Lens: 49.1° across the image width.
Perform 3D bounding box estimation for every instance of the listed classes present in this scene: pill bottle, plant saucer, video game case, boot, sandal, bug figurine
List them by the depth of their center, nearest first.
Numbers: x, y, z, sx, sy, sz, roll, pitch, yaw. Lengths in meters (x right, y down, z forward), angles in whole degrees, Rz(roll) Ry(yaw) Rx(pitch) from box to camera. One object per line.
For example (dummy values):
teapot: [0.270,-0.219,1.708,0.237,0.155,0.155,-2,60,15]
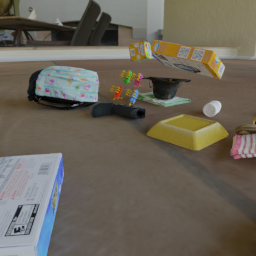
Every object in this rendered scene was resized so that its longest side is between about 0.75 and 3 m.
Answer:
video game case: [-2.481,1.290,4.579,2.520,0.632,2.780,-2,18,-6]
sandal: [4.244,-0.154,8.270,2.473,0.668,0.993,-7,-13,-12]
plant saucer: [1.865,0.018,8.745,1.891,0.458,1.890,-17,24,-42]
boot: [-0.362,-0.589,10.559,1.687,0.554,1.391,16,26,30]
pill bottle: [3.355,-0.792,11.066,0.531,0.531,0.929,11,21,30]
bug figurine: [0.032,-1.929,13.196,0.532,1.603,2.067,24,1,-36]

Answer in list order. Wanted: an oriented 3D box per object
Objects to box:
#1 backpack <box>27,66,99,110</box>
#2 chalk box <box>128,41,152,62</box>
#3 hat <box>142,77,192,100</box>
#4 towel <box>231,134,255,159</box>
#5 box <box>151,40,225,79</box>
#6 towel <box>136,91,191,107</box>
backpack: [-2.643,-1.798,12.205,2.759,1.746,2.302,8,17,14]
chalk box: [0.400,-2.185,8.082,0.474,0.478,0.765,-7,7,24]
hat: [1.740,-1.878,13.251,2.540,1.025,2.540,5,11,-1]
towel: [3.668,0.323,7.066,2.000,0.299,1.464,-12,9,26]
box: [1.937,-2.419,9.733,2.520,0.523,1.500,25,5,32]
towel: [1.599,-1.454,13.503,1.715,0.263,2.249,-12,22,-34]
